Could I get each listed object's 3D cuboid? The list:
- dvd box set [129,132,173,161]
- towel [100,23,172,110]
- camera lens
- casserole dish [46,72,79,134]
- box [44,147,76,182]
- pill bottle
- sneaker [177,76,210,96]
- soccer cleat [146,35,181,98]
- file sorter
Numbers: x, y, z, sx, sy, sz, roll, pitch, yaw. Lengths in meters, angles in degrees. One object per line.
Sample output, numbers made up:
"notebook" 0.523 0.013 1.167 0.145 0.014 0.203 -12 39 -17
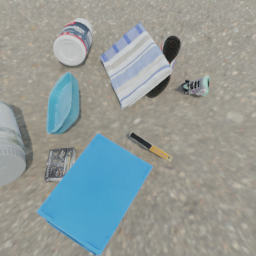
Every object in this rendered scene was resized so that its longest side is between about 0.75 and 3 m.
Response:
"dvd box set" 0.590 0.477 7.063 0.770 1.053 0.155 34 91 41
"towel" 0.126 -1.990 8.651 1.877 0.304 2.555 -36 52 18
"camera lens" -3.475 0.311 6.908 1.562 1.562 1.953 -22 59 -14
"casserole dish" -1.718 -0.640 7.519 0.380 1.186 1.959 26 37 -36
"box" -1.739 0.946 7.238 0.694 0.212 0.877 -6 55 7
"pill bottle" -1.758 -2.970 9.404 1.043 1.043 1.744 5 43 3
"sneaker" 1.907 -1.226 8.281 0.913 1.305 0.507 6 84 11
"soccer cleat" 1.060 -1.869 8.761 0.679 0.728 1.990 21 94 -4
"file sorter" -0.673 1.510 6.187 1.444 1.277 2.081 30 60 9
